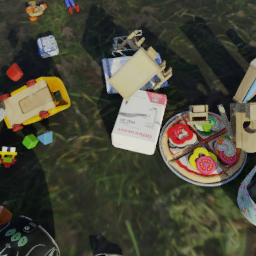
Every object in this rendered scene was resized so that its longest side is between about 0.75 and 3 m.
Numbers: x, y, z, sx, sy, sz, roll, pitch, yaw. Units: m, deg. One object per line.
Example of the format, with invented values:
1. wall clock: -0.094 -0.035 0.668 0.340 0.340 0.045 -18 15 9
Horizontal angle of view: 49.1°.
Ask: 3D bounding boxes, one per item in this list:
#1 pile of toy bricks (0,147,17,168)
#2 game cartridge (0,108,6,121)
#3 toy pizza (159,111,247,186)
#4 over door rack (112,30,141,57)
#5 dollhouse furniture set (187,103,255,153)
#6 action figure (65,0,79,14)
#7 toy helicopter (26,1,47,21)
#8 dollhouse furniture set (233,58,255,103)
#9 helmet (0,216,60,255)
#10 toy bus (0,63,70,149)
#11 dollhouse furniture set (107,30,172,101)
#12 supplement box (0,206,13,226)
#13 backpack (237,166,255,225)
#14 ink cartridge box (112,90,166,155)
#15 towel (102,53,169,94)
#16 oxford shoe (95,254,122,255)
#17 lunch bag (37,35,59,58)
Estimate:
1. pile of toy bricks: -4.500 0.994 9.097 1.679 0.932 0.829 5 85 -15
2. game cartridge: -5.586 0.107 8.968 2.907 0.588 1.938 -3 36 23
3. toy pizza: 2.541 0.514 9.443 2.943 0.466 2.943 0 57 0
4. over door rack: -0.006 -3.558 11.967 1.301 0.433 0.961 -9 56 19
5. dollhouse furniture set: 2.779 0.006 8.124 2.171 2.455 1.365 -2 95 15
6. action figure: -2.962 -6.445 13.614 0.571 0.867 1.751 -24 59 -15
7. toy helicopter: -4.406 -5.752 13.360 0.937 0.559 1.417 -24 51 -10
8. dollhouse furniture set: 5.827 -1.318 9.744 2.832 1.957 3.000 -37 66 -20
9. helmet: -2.921 3.450 6.867 2.125 2.125 2.026 28 45 16
10. toy bus: -3.298 -0.797 9.769 2.582 2.437 1.334 27 18 15
11. dollhouse furniture set: 0.323 -2.087 9.819 1.967 1.491 2.244 45 23 -11
12. supplement box: -4.857 2.367 8.072 2.738 0.911 0.942 14 59 8
13. backpack: 4.430 1.759 8.037 2.548 1.613 2.126 -32 56 -18
14. ink cartridge box: 0.417 -0.265 9.740 1.487 0.840 2.030 12 59 7
15. towel: 0.248 -2.231 11.225 2.458 0.293 1.805 -7 60 -3
16. oxford shoe: -0.510 3.592 7.656 0.857 0.316 0.303 -1 58 -1
17. lunch bag: -3.456 -3.486 12.021 0.833 0.393 1.040 -16 59 -8
